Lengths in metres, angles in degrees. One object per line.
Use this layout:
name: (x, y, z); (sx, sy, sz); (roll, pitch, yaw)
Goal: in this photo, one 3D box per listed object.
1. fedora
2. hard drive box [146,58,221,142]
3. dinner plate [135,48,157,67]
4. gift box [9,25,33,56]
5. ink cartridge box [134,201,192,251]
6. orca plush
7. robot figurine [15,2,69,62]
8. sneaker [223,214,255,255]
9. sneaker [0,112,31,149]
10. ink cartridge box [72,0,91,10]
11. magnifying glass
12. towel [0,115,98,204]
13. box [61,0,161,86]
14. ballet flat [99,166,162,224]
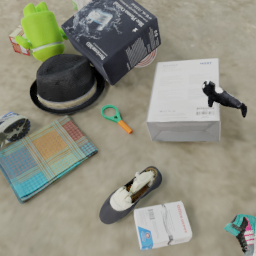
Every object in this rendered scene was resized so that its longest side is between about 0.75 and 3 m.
fedora: (-2.243, -1.811, 10.118); (2.825, 1.290, 2.825); (0, 54, 0)
hard drive box: (1.882, -0.951, 9.106); (2.139, 1.054, 2.745); (0, 52, 18)
dinner plate: (0.302, -3.334, 11.556); (1.825, 0.221, 1.825); (2, 81, -13)
gift box: (-4.264, -3.743, 11.751); (0.942, 1.021, 0.953); (21, 55, 9)
ink cartridge box: (0.884, 2.556, 7.339); (1.311, 0.549, 0.951); (-8, 54, -6)
orca plush: (2.376, -0.692, 7.282); (0.558, 0.826, 1.570); (-53, 53, 13)
robot figurine: (-3.330, -3.665, 11.061); (2.023, 2.306, 1.334); (-28, 18, -34)
sneaker: (2.862, 2.788, 7.143); (0.842, 0.583, 1.394); (18, 51, 10)
sneaker: (-4.436, 0.280, 8.929); (2.518, 0.970, 1.073); (-33, 50, -30)
ink cartridge box: (-2.067, -6.162, 13.589); (1.231, 0.896, 0.517); (22, 56, 16)
magnifying glass: (-0.378, -0.311, 9.719); (0.591, 0.166, 1.486); (-34, 61, -23)
towel: (-2.589, 0.822, 8.794); (2.723, 0.295, 1.997); (-34, 61, -22)
box: (-0.582, -3.475, 10.446); (2.597, 1.525, 2.554); (-42, 67, -5)
ballet flat: (0.080, 1.777, 7.804); (2.188, 0.799, 0.799); (-33, 60, -22)
